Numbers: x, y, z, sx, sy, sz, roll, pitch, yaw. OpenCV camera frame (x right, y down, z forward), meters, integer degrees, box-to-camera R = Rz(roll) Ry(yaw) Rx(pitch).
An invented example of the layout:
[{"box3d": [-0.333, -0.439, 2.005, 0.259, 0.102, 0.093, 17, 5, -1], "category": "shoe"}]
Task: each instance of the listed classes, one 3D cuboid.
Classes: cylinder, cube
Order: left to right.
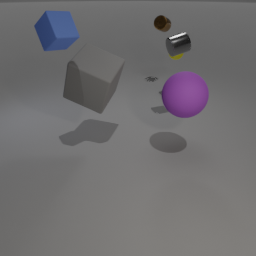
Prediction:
[{"box3d": [-1.763, -2.398, 6.946, 0.700, 0.700, 0.700, -22, 1, -44], "category": "cube"}, {"box3d": [-1.100, -1.599, 9.054, 1.400, 1.400, 1.400, 24, 46, 1], "category": "cube"}, {"box3d": [1.748, -5.266, 14.159, 0.700, 0.700, 0.700, 14, 15, 25], "category": "cylinder"}, {"box3d": [1.823, -3.034, 10.173, 0.700, 0.700, 0.700, -20, 31, -7], "category": "cylinder"}]

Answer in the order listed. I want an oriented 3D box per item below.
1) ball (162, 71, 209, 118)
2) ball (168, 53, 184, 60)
[{"box3d": [1.722, -1.004, 8.490, 1.400, 1.400, 1.400, 0, 28, 0], "category": "ball"}, {"box3d": [2.211, -3.499, 12.885, 0.700, 0.700, 0.700, 0, 28, 0], "category": "ball"}]
